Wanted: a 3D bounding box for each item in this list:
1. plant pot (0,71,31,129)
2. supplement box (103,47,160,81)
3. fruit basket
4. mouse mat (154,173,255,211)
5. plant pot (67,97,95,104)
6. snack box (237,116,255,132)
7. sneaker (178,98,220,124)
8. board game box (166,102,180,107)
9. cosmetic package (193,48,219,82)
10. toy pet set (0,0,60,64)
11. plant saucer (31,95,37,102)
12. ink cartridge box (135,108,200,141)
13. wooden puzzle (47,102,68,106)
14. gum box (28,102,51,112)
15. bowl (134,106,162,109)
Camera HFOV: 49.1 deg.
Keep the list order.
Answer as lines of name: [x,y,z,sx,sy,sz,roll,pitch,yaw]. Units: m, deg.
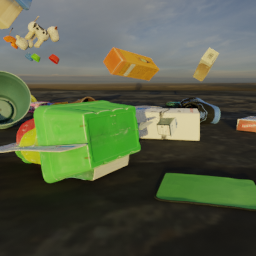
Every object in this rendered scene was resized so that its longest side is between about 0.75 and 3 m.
plant pot: [-3.831,-0.688,8.381,1.702,1.702,1.140,-4,-17,-24]
supplement box: [0.183,-2.381,10.675,2.257,0.777,0.751,-3,53,-47]
fruit basket: [-1.100,0.254,4.628,2.419,1.134,2.240,-12,1,33]
mouse mat: [1.035,0.785,3.613,1.277,0.048,1.027,4,10,15]
plant pot: [-1.358,-0.210,7.043,1.021,1.032,1.032,-5,6,25]
snack box: [4.525,-0.002,7.355,2.947,0.358,1.060,8,12,40]
sneaker: [2.230,-0.671,9.961,0.929,0.837,2.386,5,9,-18]
board game box: [3.091,-1.292,15.559,1.155,0.240,1.708,-7,12,-36]
cosmetic package: [2.811,-2.272,10.167,0.417,0.618,1.174,34,-17,10]
toy pet set: [-3.001,-3.160,8.275,2.451,1.302,2.288,20,-16,49]
plant saucer: [-6.222,-1.884,18.140,0.797,0.797,0.124,10,54,46]
ink cartridge box: [0.965,-0.129,7.141,1.627,0.699,1.192,0,9,10]
wooden puzzle: [-2.035,-0.739,10.915,2.855,0.661,2.645,-4,10,-22]
gum box: [-4.186,-0.984,13.136,0.715,0.416,1.259,1,9,6]
bowl: [0.524,-0.446,9.564,1.467,0.548,1.465,-8,12,-34]
